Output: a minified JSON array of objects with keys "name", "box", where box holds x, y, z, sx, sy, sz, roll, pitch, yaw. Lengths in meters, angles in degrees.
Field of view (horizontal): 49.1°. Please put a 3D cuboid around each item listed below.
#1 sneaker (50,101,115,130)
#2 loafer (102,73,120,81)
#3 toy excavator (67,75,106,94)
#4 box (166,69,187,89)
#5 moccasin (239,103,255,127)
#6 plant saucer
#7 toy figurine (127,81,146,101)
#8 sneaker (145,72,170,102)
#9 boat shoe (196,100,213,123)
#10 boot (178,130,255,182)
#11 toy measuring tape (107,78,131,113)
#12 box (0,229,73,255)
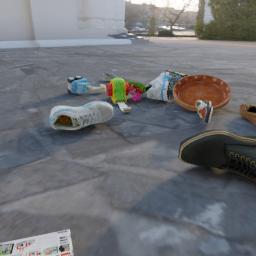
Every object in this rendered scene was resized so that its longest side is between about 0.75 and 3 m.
[{"name":"sneaker","box":[-1.566,-0.356,9.734,2.254,0.862,0.910,-8,31,-4]},{"name":"loafer","box":[-0.949,-3.012,16.633,1.381,0.482,0.483,12,25,28]},{"name":"toy excavator","box":[-2.101,-2.058,14.148,1.524,0.761,1.482,29,36,29]},{"name":"box","box":[2.502,-2.481,14.732,0.292,0.926,1.682,-8,23,-21]},{"name":"moccasin","box":[4.610,-0.590,10.394,0.612,0.646,1.673,2,22,4]},{"name":"plant saucer","box":[3.167,-1.490,12.086,2.439,0.394,2.439,-3,42,3]},{"name":"toy figurine","box":[0.326,-1.671,12.974,1.007,0.756,0.927,33,31,-13]},{"name":"sneaker","box":[1.426,-2.070,13.654,1.230,1.064,2.837,-2,21,10]},{"name":"boat shoe","box":[2.747,-0.640,10.154,0.516,0.587,1.649,14,26,5]},{"name":"boot","box":[2.625,0.843,6.551,2.552,0.989,1.765,-3,27,-5]},{"name":"toy measuring tape","box":[-0.352,-1.584,12.392,1.084,1.084,2.945,-5,22,-12]},{"name":"box","box":[-1.530,2.044,4.419,1.290,0.224,0.710,-6,23,-15]}]
